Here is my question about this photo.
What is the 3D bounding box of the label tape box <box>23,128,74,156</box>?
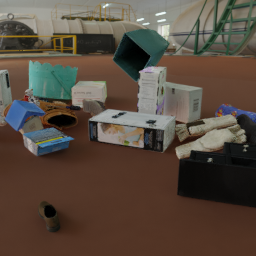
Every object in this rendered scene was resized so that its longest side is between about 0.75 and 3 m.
[{"bbox_3d":[-2.479,0.469,8.759,1.074,0.471,1.489,-15,24,-37],"label":"label tape box"}]

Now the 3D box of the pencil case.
[{"bbox_3d":[4.289,-0.335,10.619,0.908,0.816,2.091,14,11,-27],"label":"pencil case"}]

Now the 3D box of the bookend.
[{"bbox_3d":[2.345,0.895,6.811,2.002,0.928,2.015,6,19,16],"label":"bookend"}]

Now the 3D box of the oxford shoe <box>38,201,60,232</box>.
[{"bbox_3d":[-1.556,1.627,5.517,0.329,0.383,0.907,-14,22,-31],"label":"oxford shoe"}]

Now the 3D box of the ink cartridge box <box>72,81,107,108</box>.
[{"bbox_3d":[-2.021,-1.817,14.771,1.611,0.926,2.752,0,19,0],"label":"ink cartridge box"}]

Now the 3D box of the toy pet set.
[{"bbox_3d":[-4.088,-0.589,9.856,2.107,1.199,2.257,35,58,29],"label":"toy pet set"}]

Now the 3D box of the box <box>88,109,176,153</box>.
[{"bbox_3d":[0.155,0.027,9.563,2.638,0.793,1.539,8,20,20],"label":"box"}]

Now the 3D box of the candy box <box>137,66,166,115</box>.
[{"bbox_3d":[0.953,-1.235,11.068,0.787,2.201,1.846,7,19,14],"label":"candy box"}]

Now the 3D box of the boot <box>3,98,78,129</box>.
[{"bbox_3d":[-3.378,-0.432,10.940,2.660,1.020,2.065,-1,20,-27],"label":"boot"}]

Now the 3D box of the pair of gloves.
[{"bbox_3d":[2.491,0.142,8.834,2.066,0.426,2.430,-15,17,15],"label":"pair of gloves"}]

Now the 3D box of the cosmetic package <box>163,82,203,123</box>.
[{"bbox_3d":[1.912,-1.219,12.323,1.018,1.416,2.509,-17,23,-41],"label":"cosmetic package"}]

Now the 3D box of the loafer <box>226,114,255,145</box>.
[{"bbox_3d":[3.904,0.334,8.860,0.956,0.983,2.693,39,13,-10],"label":"loafer"}]

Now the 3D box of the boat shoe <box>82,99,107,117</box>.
[{"bbox_3d":[-1.368,-0.952,12.525,0.757,0.769,2.065,-10,23,-28],"label":"boat shoe"}]

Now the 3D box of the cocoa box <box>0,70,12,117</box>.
[{"bbox_3d":[-5.988,-1.524,12.372,1.256,1.914,1.276,-2,19,-6],"label":"cocoa box"}]

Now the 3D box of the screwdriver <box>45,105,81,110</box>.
[{"bbox_3d":[-2.521,-0.837,10.884,1.503,0.210,0.219,6,44,-36],"label":"screwdriver"}]

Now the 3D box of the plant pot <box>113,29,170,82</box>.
[{"bbox_3d":[0.744,-3.391,12.349,1.527,1.526,2.161,44,48,9],"label":"plant pot"}]

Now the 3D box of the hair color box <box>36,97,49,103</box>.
[{"bbox_3d":[-4.758,-1.381,14.403,1.163,0.352,0.582,-16,24,-39],"label":"hair color box"}]

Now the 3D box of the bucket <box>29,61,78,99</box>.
[{"bbox_3d":[-4.019,-2.528,14.979,2.677,1.742,2.677,7,9,-1],"label":"bucket"}]
